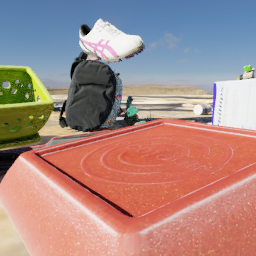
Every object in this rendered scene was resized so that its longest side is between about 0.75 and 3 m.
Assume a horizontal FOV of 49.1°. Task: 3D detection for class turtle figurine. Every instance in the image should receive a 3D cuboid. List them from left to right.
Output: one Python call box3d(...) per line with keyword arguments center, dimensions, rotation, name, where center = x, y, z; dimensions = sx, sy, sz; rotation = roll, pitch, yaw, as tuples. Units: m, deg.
box3d(center=(0.230, -0.338, 8.004), dimensions=(1.052, 0.708, 1.406), rotation=(40, 9, -5), name="turtle figurine")

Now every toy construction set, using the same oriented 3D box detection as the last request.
box3d(center=(4.414, -1.426, 8.807), dimensions=(1.945, 1.495, 1.622), rotation=(-27, 10, -26), name="toy construction set")

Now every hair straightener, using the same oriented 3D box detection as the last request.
box3d(center=(-1.244, 0.344, 3.783), dimensions=(2.311, 0.473, 0.889), rotation=(-1, 8, -10), name="hair straightener")

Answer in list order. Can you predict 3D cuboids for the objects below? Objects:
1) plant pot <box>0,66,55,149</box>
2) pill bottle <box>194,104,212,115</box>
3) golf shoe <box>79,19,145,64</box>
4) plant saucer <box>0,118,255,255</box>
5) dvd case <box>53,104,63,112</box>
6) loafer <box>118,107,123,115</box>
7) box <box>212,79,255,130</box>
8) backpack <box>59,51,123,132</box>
box3d(center=(-2.032, -0.305, 4.680), dimensions=(1.143, 1.037, 1.137), rotation=(-11, 47, -39), name="plant pot")
box3d(center=(3.181, -0.776, 11.811), dimensions=(0.784, 0.434, 0.434), rotation=(-6, 10, -39), name="pill bottle")
box3d(center=(-0.549, -2.265, 7.273), dimensions=(2.293, 1.056, 0.833), rotation=(14, 41, 44), name="golf shoe")
box3d(center=(0.273, 0.375, 2.613), dimensions=(2.512, 0.461, 2.507), rotation=(-13, 14, -32), name="plant saucer")
box3d(center=(-2.945, -1.035, 14.205), dimensions=(1.661, 0.273, 2.211), rotation=(-1, 9, -13), name="dvd case")
box3d(center=(-1.128, -0.810, 11.118), dimensions=(1.925, 0.687, 0.703), rotation=(2, 8, 16), name="loafer")
box3d(center=(3.210, -0.351, 5.733), dimensions=(2.256, 1.287, 2.453), rotation=(0, 8, -3), name="box")
box3d(center=(-0.944, -0.854, 8.085), dimensions=(1.561, 2.058, 2.466), rotation=(20, 4, -3), name="backpack")
